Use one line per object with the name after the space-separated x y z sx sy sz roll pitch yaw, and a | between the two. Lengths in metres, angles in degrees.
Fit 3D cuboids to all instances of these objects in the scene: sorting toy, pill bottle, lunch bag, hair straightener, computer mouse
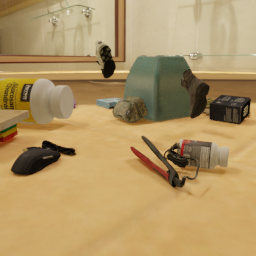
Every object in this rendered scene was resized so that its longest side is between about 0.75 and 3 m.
-4.284 0.098 7.714 2.297 0.799 2.283 2 15 7 | sorting toy
1.663 0.589 6.228 1.080 0.598 0.598 6 15 20 | pill bottle
0.043 -0.655 10.695 0.996 0.827 1.187 -37 28 -19 | lunch bag
-3.571 -0.977 10.210 2.933 1.643 1.643 2 15 13 | pill bottle
0.790 0.567 5.905 0.836 0.444 2.172 -46 24 -5 | hair straightener
-2.192 0.577 6.675 1.220 0.400 1.738 9 17 29 | computer mouse

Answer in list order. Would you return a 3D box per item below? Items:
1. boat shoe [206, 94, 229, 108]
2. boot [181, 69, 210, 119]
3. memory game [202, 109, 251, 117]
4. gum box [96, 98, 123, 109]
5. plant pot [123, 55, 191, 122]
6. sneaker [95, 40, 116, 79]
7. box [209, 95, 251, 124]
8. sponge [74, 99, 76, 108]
3.994 -1.259 13.152 0.676 0.583 1.852 -6 7 -28 | boat shoe
2.093 -1.104 9.072 0.524 1.500 0.988 -19 50 -23 | boot
4.205 -0.653 12.001 2.008 0.128 2.008 0 14 0 | memory game
-0.751 -1.238 13.897 1.172 0.307 1.379 -9 17 -31 | gum box
1.352 -1.801 11.790 2.416 2.468 2.423 -9 17 -32 | plant pot
-0.657 -1.916 7.763 0.433 1.170 0.518 -28 55 -17 | sneaker
3.929 -0.744 10.787 1.205 0.707 1.185 13 30 37 | box
-3.098 -1.226 13.994 0.932 0.249 1.670 -2 15 -11 | sponge
